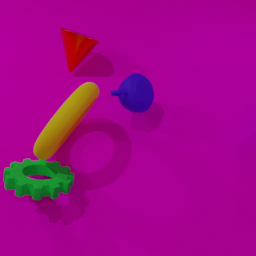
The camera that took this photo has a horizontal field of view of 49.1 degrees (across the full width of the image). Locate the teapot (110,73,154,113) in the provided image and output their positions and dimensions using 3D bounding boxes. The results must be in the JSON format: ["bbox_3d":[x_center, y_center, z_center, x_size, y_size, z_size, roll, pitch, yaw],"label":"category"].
[{"bbox_3d":[0.185,-0.863,7.148,1.593,0.780,0.991,-3,87,-48],"label":"teapot"}]

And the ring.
[{"bbox_3d":[-1.355,-0.162,6.280,0.413,2.063,2.063,38,62,-6],"label":"ring"}]

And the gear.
[{"bbox_3d":[-1.879,1.051,5.974,1.400,0.259,1.400,11,14,-3],"label":"gear"}]

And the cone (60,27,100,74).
[{"bbox_3d":[-1.540,-2.133,8.114,1.170,1.174,1.170,18,16,-5],"label":"cone"}]
